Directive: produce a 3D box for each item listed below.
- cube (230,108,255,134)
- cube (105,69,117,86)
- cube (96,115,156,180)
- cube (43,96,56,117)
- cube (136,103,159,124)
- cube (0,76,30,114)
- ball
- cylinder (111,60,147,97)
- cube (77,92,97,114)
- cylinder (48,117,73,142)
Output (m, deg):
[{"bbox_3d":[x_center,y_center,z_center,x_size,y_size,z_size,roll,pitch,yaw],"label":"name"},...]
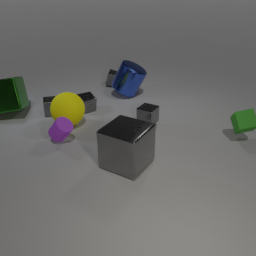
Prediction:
[{"bbox_3d":[4.342,-0.245,10.479,0.700,0.700,0.700,-11,-15,4],"label":"cube"},{"bbox_3d":[-0.827,-2.825,15.936,0.700,0.700,0.700,18,33,-5],"label":"cube"},{"bbox_3d":[-0.032,0.580,9.127,1.400,1.400,1.400,15,32,28],"label":"cube"},{"bbox_3d":[-3.481,-0.999,12.780,0.700,0.700,0.700,-6,29,-15],"label":"cube"},{"bbox_3d":[0.814,-0.543,11.447,0.700,0.700,0.700,16,33,28],"label":"cube"},{"bbox_3d":[-5.400,-1.472,12.450,1.400,1.400,1.400,-10,14,-2],"label":"cube"},{"bbox_3d":[-2.488,-0.775,11.565,1.400,1.400,1.400,0,29,0],"label":"ball"},{"bbox_3d":[0.049,-2.553,14.462,1.400,1.400,1.400,23,28,-13],"label":"cylinder"},{"bbox_3d":[-1.926,-1.178,13.022,0.700,0.700,0.700,-17,44,-29],"label":"cube"},{"bbox_3d":[-2.501,0.052,10.430,0.700,0.700,0.700,27,40,-25],"label":"cylinder"}]
